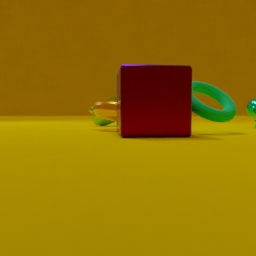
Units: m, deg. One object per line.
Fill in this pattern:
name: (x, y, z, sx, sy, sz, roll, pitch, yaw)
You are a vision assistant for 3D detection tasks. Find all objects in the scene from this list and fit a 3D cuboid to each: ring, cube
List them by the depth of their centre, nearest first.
cube: (0.379, -0.420, 4.684, 1.086, 1.086, 1.086, 0, 2, -6)
ring: (1.511, -0.512, 5.270, 1.115, 0.223, 1.115, 13, 38, -11)
ring: (0.113, -0.284, 6.364, 1.838, 0.368, 1.838, 11, -2, 0)

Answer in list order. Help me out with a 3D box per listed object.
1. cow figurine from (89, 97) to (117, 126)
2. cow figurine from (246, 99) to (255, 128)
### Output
cow figurine: (-0.307, -0.521, 8.654, 1.607, 0.882, 1.581, -24, 19, -20)
cow figurine: (3.641, -0.435, 7.557, 1.335, 0.745, 1.357, 2, 20, -27)
